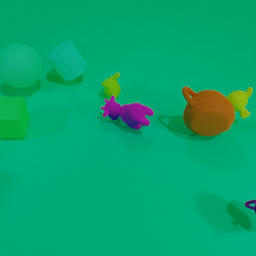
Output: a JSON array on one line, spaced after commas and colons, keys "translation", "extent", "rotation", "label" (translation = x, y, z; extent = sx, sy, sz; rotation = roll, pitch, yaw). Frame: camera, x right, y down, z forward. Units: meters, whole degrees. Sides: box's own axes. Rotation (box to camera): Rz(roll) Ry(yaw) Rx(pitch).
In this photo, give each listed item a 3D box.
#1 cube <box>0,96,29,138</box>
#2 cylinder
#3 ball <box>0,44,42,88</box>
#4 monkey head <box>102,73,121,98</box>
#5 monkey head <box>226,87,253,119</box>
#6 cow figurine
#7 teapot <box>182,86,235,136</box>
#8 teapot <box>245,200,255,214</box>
[{"translation": [-3.131, -0.282, 7.395], "extent": [0.790, 0.790, 0.790], "rotation": [1, 52, -6], "label": "cube"}, {"translation": [-1.988, -2.193, 9.180], "extent": [0.934, 0.934, 0.934], "rotation": [-20, 41, 19], "label": "cylinder"}, {"translation": [-3.303, -1.890, 8.540], "extent": [1.306, 1.306, 1.306], "rotation": [0, 43, 0], "label": "ball"}, {"translation": [-0.427, -1.319, 8.776], "extent": [0.741, 0.621, 1.030], "rotation": [-36, 21, 13], "label": "monkey head"}, {"translation": [3.056, -0.655, 7.748], "extent": [1.009, 0.608, 0.726], "rotation": [-33, 52, 15], "label": "monkey head"}, {"translation": [-0.064, -0.446, 7.601], "extent": [1.234, 1.254, 0.689], "rotation": [28, 74, -16], "label": "cow figurine"}, {"translation": [2.123, -0.416, 7.295], "extent": [2.053, 1.276, 1.005], "rotation": [33, 43, -26], "label": "teapot"}, {"translation": [2.699, 1.530, 5.146], "extent": [0.578, 0.734, 1.180], "rotation": [-24, 14, -29], "label": "teapot"}]
